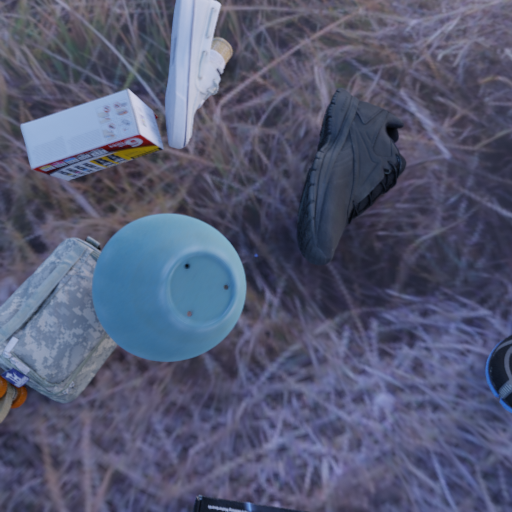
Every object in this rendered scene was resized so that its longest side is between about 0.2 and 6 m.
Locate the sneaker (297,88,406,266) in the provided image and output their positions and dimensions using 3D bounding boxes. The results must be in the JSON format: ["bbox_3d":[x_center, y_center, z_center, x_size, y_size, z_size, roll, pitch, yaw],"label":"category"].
[{"bbox_3d":[1.574,-1.280,8.945,1.510,1.263,3.327,17,64,3],"label":"sneaker"}]

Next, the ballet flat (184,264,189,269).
[{"bbox_3d":[-1.226,0.214,7.282,0.564,1.727,0.609,-22,103,-26],"label":"ballet flat"}]

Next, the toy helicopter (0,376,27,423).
[{"bbox_3d":[-3.958,1.876,7.666,1.467,0.579,0.970,27,73,26],"label":"toy helicopter"}]

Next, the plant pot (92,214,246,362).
[{"bbox_3d":[-0.829,0.370,6.344,1.795,1.209,1.795,1,88,-27],"label":"plant pot"}]

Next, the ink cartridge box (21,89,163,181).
[{"bbox_3d":[-2.449,-1.815,8.829,1.740,1.528,0.730,-16,87,8],"label":"ink cartridge box"}]

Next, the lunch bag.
[{"bbox_3d":[-2.651,0.838,7.494,1.368,1.647,1.963,29,65,15],"label":"lunch bag"}]

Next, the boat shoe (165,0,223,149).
[{"bbox_3d":[-0.943,-2.901,8.930,0.840,0.853,2.406,4,92,-19],"label":"boat shoe"}]

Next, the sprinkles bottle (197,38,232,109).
[{"bbox_3d":[-0.953,-3.421,10.470,0.507,0.507,1.487,20,63,11],"label":"sprinkles bottle"}]

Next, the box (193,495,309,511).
[{"bbox_3d":[0.274,3.827,6.255,2.229,0.960,1.825,7,62,4],"label":"box"}]

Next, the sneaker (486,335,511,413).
[{"bbox_3d":[4.292,1.114,7.612,2.847,1.180,1.009,-28,63,-14],"label":"sneaker"}]
